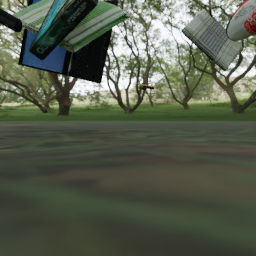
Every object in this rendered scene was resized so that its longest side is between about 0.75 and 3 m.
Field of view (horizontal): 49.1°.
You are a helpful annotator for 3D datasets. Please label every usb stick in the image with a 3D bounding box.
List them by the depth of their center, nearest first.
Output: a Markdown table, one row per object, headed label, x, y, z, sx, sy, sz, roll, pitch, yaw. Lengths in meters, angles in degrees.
| label | x | y | z | sx | sy | sz | roll | pitch | yaw |
| --- | --- | --- | --- | --- | --- | --- | --- | --- | --- |
| usb stick | -3.047 | -2.575 | 6.071 | 1.540 | 0.251 | 0.427 | 27 | -22 | -11 |

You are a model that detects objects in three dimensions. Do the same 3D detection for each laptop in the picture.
| label | x | y | z | sx | sy | sz | roll | pitch | yaw |
| --- | --- | --- | --- | --- | --- | --- | --- | --- | --- |
| laptop | -1.820 | -2.707 | 8.163 | 1.359 | 2.332 | 2.631 | 4 | 12 | -46 |

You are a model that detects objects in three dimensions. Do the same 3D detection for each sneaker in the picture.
| label | x | y | z | sx | sy | sz | roll | pitch | yaw |
| --- | --- | --- | --- | --- | --- | --- | --- | --- | --- |
| sneaker | 2.914 | -2.291 | 5.650 | 0.712 | 1.142 | 2.131 | 32 | -42 | -24 |

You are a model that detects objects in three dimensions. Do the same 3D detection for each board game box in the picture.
| label | x | y | z | sx | sy | sz | roll | pitch | yaw |
| --- | --- | --- | --- | --- | --- | --- | --- | --- | --- |
| board game box | -1.136 | -2.736 | 5.835 | 1.728 | 2.555 | 0.360 | -31 | -51 | 34 |

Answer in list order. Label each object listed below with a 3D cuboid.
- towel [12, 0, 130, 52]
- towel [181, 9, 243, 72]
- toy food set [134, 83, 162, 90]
| label | x | y | z | sx | sy | sz | roll | pitch | yaw |
| --- | --- | --- | --- | --- | --- | --- | --- | --- | --- |
| towel | -1.538 | -2.806 | 7.108 | 2.669 | 0.312 | 2.036 | 29 | 58 | 32 |
| towel | 3.264 | -3.366 | 10.487 | 2.300 | 2.215 | 0.397 | -47 | 0 | -40 |
| toy food set | 0.735 | -1.524 | 10.661 | 0.981 | 0.197 | 0.677 | 7 | 5 | -17 |
